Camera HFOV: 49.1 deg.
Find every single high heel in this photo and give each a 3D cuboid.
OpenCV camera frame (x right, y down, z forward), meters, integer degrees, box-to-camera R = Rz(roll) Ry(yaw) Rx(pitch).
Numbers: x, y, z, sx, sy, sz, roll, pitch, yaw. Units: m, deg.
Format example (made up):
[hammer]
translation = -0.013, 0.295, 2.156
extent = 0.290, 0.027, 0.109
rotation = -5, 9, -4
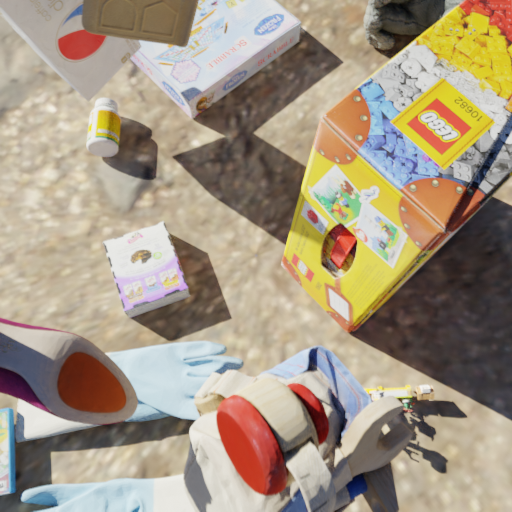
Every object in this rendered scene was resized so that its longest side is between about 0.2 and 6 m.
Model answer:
[high heel]
translation = -1.969, 0.901, 4.722
extent = 1.969, 0.946, 0.664
rotation = 36, 59, -20

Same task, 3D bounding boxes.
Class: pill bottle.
[pill bottle]
translation = -2.518, -2.143, 9.304
extent = 0.505, 0.505, 0.896
rotation = -1, 68, -1

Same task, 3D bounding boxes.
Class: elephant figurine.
[elephant figurine]
translation = 3.257, -4.206, 9.517
extent = 2.587, 1.831, 2.007
rotation = 15, 83, 13

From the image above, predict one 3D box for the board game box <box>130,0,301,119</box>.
[board game box]
translation = -1.007, -4.089, 10.050
extent = 2.583, 0.531, 2.577
rotation = -39, 73, -14

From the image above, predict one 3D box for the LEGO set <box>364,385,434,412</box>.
[LEGO set]
translation = 1.779, 2.084, 7.651
extent = 1.378, 0.634, 0.513
rotation = -1, 84, -25

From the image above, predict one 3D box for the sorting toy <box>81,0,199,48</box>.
[sorting toy]
translation = -1.177, -3.091, 6.017
extent = 1.232, 1.653, 0.221
rotation = 3, 50, -21

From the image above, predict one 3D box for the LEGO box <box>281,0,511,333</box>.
[LEGO box]
translation = 2.014, -0.934, 6.933
extent = 2.972, 3.990, 1.540
rotation = -41, 77, -16

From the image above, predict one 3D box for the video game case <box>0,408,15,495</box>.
[video game case]
translation = -3.977, 2.727, 7.479
extent = 1.520, 0.135, 1.088
rotation = -12, 69, 3

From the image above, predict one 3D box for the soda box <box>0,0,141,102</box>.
[soda box]
translation = -2.705, -3.417, 6.858
extent = 1.161, 3.647, 1.242
rotation = 43, 87, 11

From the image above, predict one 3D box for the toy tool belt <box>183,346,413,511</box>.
[toy tool belt]
translation = 0.415, 1.632, 5.001
extent = 1.849, 3.008, 1.878
rotation = -23, 61, -27

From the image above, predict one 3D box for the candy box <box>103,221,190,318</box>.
[candy box]
translation = -1.644, 0.198, 8.423
extent = 0.980, 0.418, 1.168
rotation = -19, 70, -7

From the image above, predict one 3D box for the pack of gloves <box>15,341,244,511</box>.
[pack of gloves]
translation = -1.584, 2.646, 7.489
extent = 3.316, 0.654, 2.786
rotation = -7, 67, 8
